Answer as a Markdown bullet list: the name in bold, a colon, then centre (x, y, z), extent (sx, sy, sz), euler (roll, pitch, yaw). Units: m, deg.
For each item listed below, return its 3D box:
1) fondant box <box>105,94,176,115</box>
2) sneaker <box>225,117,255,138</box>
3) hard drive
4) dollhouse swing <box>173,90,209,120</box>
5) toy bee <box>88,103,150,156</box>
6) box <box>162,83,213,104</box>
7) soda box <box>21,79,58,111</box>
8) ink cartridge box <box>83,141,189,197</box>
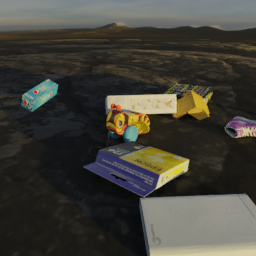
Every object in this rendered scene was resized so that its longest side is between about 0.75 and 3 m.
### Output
- **fondant box**: centre (0.426, -0.917, 11.096), extent (2.587, 0.753, 1.866), euler (-3, 5, -5)
- **sneaker**: centre (4.185, 0.137, 9.571), extent (1.726, 0.626, 0.984), euler (12, 30, 44)
- **hard drive**: centre (1.505, 1.913, 5.562), extent (2.407, 0.321, 1.588), euler (-2, 23, -3)
- **dollhouse swing**: centre (2.578, -0.765, 11.693), extent (1.076, 1.040, 1.184), euler (28, 36, -24)
- **toy bee**: centre (-0.106, -0.166, 9.169), extent (1.690, 1.403, 2.581), euler (9, 24, 17)
- **box**: centre (2.890, -1.564, 13.573), extent (1.977, 0.546, 2.467), euler (10, 25, 24)
- **soda box**: centre (-2.152, -0.822, 6.884), extent (0.323, 0.342, 1.007), euler (30, 39, 6)
- **ink cartridge box**: centre (0.244, 0.929, 7.399), extent (2.004, 0.477, 2.028), euler (18, 18, 35)
